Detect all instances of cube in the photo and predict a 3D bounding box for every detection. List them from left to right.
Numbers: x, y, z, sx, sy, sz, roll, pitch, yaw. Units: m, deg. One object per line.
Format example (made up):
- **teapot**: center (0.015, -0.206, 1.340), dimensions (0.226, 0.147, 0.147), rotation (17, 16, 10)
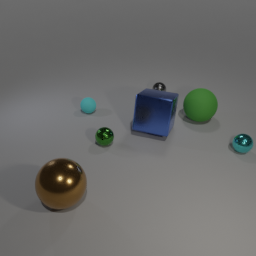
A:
- **cube**: center (1.087, -0.651, 10.920), dimensions (1.400, 1.400, 1.400), rotation (12, 21, 15)

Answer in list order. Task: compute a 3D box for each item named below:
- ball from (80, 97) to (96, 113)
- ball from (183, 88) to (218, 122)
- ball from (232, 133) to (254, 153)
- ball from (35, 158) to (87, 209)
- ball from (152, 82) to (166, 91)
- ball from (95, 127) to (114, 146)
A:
- **ball**: center (-1.762, -1.010, 12.433), dimensions (0.700, 0.700, 0.700), rotation (0, 32, 0)
- **ball**: center (3.020, -0.959, 11.708), dimensions (1.400, 1.400, 1.400), rotation (0, 32, 0)
- **ball**: center (4.082, 0.543, 9.959), dimensions (0.700, 0.700, 0.700), rotation (0, 32, 0)
- **ball**: center (-1.843, 1.526, 7.748), dimensions (1.400, 1.400, 1.400), rotation (0, 32, 0)
- **ball**: center (1.550, -1.921, 13.889), dimensions (0.700, 0.700, 0.700), rotation (0, 32, 0)
- **ball**: center (-0.862, 0.311, 10.335), dimensions (0.700, 0.700, 0.700), rotation (0, 32, 0)
